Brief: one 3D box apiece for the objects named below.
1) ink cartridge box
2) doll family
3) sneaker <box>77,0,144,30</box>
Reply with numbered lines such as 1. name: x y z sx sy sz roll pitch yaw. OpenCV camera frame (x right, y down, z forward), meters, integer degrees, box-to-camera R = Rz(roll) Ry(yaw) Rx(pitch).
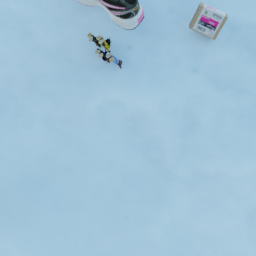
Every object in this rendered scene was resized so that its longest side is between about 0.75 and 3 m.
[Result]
1. ink cartridge box: 2.126 -2.833 7.449 0.811 0.668 0.304 23 41 -1
2. doll family: -0.573 -2.030 7.405 0.480 0.707 1.224 -26 82 13
3. sneaker: -0.645 -3.609 6.969 2.549 1.100 1.024 34 81 13
